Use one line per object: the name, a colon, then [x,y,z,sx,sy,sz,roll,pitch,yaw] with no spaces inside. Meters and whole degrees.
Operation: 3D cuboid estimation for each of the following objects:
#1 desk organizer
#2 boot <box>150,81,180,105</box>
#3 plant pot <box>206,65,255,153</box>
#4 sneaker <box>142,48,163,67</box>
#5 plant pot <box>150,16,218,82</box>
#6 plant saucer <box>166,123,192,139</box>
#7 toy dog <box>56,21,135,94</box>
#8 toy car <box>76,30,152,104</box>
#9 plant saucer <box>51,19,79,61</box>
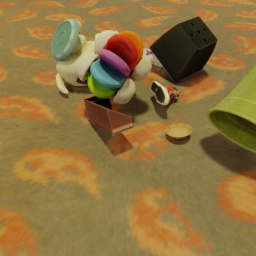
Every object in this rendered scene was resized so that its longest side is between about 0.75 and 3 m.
desk organizer: [-0.624,-0.448,8.187,0.690,0.740,1.923,-21,22,-23]
boot: [1.388,-1.097,9.280,0.976,0.490,1.353,12,28,-19]
plant pot: [3.569,-0.659,7.411,2.152,2.152,2.043,32,82,29]
sneaker: [1.038,-2.714,11.161,1.918,0.955,0.718,0,58,32]
plant pot: [2.209,-3.044,10.390,1.750,1.552,1.745,-29,81,-32]
plant saucer: [1.530,0.112,8.405,0.782,0.139,0.782,-7,30,4]
toy dog: [-1.004,-2.224,9.837,2.800,1.954,2.714,21,60,21]
toy car: [-0.343,-1.858,8.053,1.854,1.588,2.118,35,78,-3]
plant saucer: [-2.206,-3.040,9.574,0.210,1.532,1.532,17,27,-44]
